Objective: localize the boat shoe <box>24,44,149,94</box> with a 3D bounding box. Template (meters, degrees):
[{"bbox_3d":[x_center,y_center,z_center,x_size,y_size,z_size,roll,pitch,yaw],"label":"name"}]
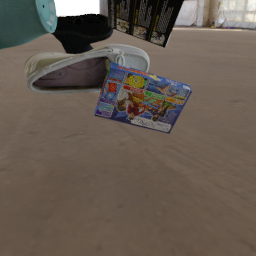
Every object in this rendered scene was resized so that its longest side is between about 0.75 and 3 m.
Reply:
[{"bbox_3d":[-0.683,-1.058,5.367,2.460,0.907,0.789,-7,35,-19],"label":"boat shoe"}]

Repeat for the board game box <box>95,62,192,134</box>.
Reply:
[{"bbox_3d":[0.271,-0.534,5.461,1.620,1.097,0.279,14,34,-14],"label":"board game box"}]

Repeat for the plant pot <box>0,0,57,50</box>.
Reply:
[{"bbox_3d":[-2.785,-2.901,6.897,1.760,1.873,1.873,-2,23,7],"label":"plant pot"}]

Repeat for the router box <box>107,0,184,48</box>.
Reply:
[{"bbox_3d":[0.346,-2.639,6.019,1.551,0.531,2.080,20,-10,0],"label":"router box"}]

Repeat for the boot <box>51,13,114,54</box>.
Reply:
[{"bbox_3d":[-1.275,-2.784,9.181,2.237,0.854,1.879,8,-18,19],"label":"boot"}]
